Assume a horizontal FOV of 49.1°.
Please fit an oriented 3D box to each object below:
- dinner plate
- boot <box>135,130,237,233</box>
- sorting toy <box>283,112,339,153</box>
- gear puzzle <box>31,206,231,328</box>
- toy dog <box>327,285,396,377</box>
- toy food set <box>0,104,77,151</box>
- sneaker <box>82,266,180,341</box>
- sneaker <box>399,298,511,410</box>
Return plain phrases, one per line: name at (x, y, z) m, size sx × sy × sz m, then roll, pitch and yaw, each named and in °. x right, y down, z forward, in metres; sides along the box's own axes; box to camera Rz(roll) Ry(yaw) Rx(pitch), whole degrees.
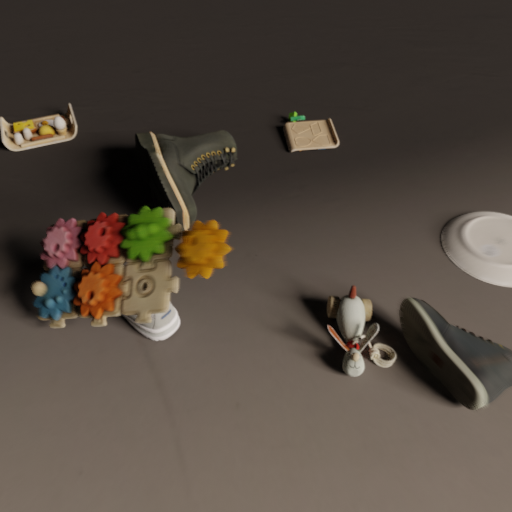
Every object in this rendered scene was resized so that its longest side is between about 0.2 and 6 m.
dinner plate at (4.658, -0.233, 10.727) m, size 2.123 × 0.257 × 2.123 m, roll -1°, pitch 44°, yaw 1°
boot at (-1.157, -1.814, 11.750) m, size 2.214 × 1.240 × 3.201 m, roll -11°, pitch 45°, yaw -18°
sorting toy at (1.277, -3.053, 13.652) m, size 1.184 × 0.236 × 1.602 m, roll -8°, pitch 48°, yaw -2°
gear puzzle at (-2.044, 0.114, 8.615) m, size 3.571 × 0.468 × 1.850 m, roll -6°, pitch 72°, yaw 23°
toy dog at (1.574, 1.091, 8.964) m, size 1.011 × 0.739 × 1.533 m, roll -13°, pitch 45°, yaw -13°
toy food set at (-5.286, -3.201, 13.599) m, size 1.720 × 0.519 × 1.234 m, roll -15°, pitch 46°, yaw -15°
sneaker at (-2.296, 0.439, 9.452) m, size 2.441 × 1.001 × 0.912 m, roll 23°, pitch 48°, yaw 22°
sneaker at (3.152, 1.385, 8.770) m, size 1.054 × 0.742 × 1.984 m, roll -16°, pitch 55°, yaw -24°
